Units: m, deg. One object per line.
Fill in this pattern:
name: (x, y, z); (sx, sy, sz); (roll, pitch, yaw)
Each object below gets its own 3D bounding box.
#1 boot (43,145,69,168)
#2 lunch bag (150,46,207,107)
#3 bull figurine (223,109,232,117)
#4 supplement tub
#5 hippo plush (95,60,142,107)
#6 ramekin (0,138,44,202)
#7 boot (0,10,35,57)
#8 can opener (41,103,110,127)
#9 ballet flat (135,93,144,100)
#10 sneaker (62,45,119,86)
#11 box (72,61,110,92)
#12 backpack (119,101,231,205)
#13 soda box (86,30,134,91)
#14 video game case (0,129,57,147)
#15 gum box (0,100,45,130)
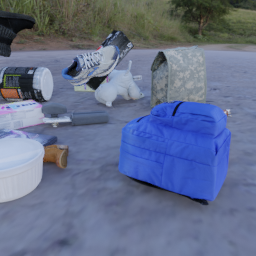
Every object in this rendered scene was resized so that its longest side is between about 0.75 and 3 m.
boot: (-2.250, 0.791, 7.915); (1.045, 0.516, 1.346); (-3, 20, -8)
lunch bag: (2.365, -2.342, 13.103); (2.352, 2.868, 1.686); (-12, 23, -27)
bull figurine: (4.234, -0.654, 12.275); (0.796, 0.259, 0.483); (-9, 22, -24)
supplement tub: (-5.551, -2.288, 14.600); (2.888, 1.769, 1.769); (3, 20, 5)
hippo plush: (-0.536, -1.808, 13.995); (1.968, 1.949, 2.447); (-45, 20, -21)
ramekin: (-2.982, 0.996, 6.766); (1.952, 0.909, 1.952); (0, 19, 0)
boot: (-3.160, -2.517, 7.605); (0.579, 1.150, 1.538); (15, 18, 22)
can opener: (-2.063, -0.508, 11.141); (2.656, 0.883, 0.699); (0, 18, -14)
ballet flat: (0.646, -1.792, 15.341); (0.349, 0.349, 0.972); (9, 21, 24)
sneaker: (-0.982, -1.597, 7.134); (1.682, 0.648, 0.716); (-28, -18, 23)
box: (-2.171, -3.189, 16.965); (2.063, 1.815, 0.998); (3, 20, 9)
backpack: (1.095, 0.377, 6.840); (2.484, 2.085, 2.019); (7, 10, 28)
soda box: (-1.022, -2.977, 12.262); (2.668, 0.944, 0.845); (-50, 35, -2)
video game case: (-3.760, 0.492, 9.202); (2.304, 0.219, 1.646); (6, 21, 19)
gum box: (-4.616, -0.474, 11.028); (2.264, 0.749, 1.285); (-15, 26, -36)
